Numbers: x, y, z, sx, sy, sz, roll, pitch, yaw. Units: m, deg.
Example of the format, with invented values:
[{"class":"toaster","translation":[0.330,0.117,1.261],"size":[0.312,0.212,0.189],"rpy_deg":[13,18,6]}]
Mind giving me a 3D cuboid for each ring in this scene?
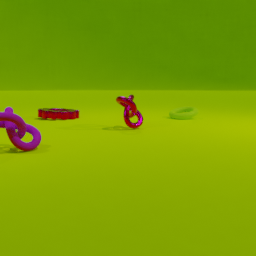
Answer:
[{"class":"ring","translation":[2.300,-0.633,11.588],"size":[1.206,0.241,1.206],"rpy_deg":[-9,17,3]}]

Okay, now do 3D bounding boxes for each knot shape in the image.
[{"class":"knot shape","translation":[-2.391,-0.036,5.857],"size":[1.129,0.522,1.057],"rpy_deg":[47,-12,-36]},{"class":"knot shape","translation":[0.026,-0.622,8.635],"size":[0.536,1.160,1.085],"rpy_deg":[-23,-35,9]}]

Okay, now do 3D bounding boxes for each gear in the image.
[{"class":"gear","translation":[-2.866,-0.605,11.606],"size":[1.659,0.307,1.659],"rpy_deg":[3,8,0]}]
